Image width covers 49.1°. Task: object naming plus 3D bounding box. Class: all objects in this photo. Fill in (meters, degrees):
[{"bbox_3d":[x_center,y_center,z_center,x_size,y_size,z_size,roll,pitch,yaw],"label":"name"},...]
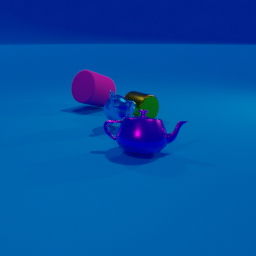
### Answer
[{"bbox_3d":[-1.307,-1.472,10.693,1.229,1.229,1.229,13,3,34],"label":"cylinder"},{"bbox_3d":[0.417,-0.730,9.466,0.926,0.926,0.926,-15,24,-38],"label":"cylinder"},{"bbox_3d":[0.414,0.064,6.746,2.042,1.000,1.270,3,4,4],"label":"teapot"},{"bbox_3d":[-0.293,-0.397,8.326,0.939,1.559,1.121,10,56,-1],"label":"monkey head"}]
